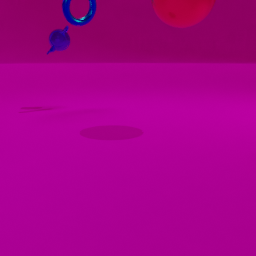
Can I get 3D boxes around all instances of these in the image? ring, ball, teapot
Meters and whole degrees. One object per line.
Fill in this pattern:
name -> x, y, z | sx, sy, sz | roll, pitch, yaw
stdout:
ring -> -1.473, -3.718, 8.570 | 1.175, 1.175, 0.235 | -12, 38, -39
ball -> 1.168, -2.850, 5.912 | 1.389, 1.389, 1.389 | 0, 14, 0
teapot -> -2.318, -2.901, 9.290 | 0.727, 1.169, 0.572 | 37, 7, -8
